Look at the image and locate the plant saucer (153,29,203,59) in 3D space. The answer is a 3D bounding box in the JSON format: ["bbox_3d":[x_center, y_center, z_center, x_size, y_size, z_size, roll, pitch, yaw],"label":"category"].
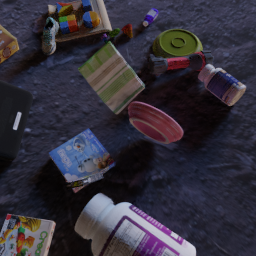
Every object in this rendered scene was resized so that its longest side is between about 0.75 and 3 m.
[{"bbox_3d":[2.159,-3.588,12.079,2.181,0.339,2.181,0,59,0],"label":"plant saucer"}]

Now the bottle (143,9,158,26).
[{"bbox_3d":[1.026,-5.123,13.005,0.431,0.337,1.031,24,62,15],"label":"bottle"}]

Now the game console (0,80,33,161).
[{"bbox_3d":[-5.092,-0.209,9.950,2.538,1.680,2.886,21,55,-28],"label":"game console"}]

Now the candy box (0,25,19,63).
[{"bbox_3d":[-6.128,-3.085,11.269,1.706,0.826,2.924,41,67,4],"label":"candy box"}]

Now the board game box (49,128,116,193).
[{"bbox_3d":[-1.516,1.028,9.261,1.596,0.348,1.603,-34,64,-18],"label":"board game box"}]

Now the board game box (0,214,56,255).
[{"bbox_3d":[-2.985,3.598,7.675,1.399,0.383,2.216,7,59,3],"label":"board game box"}]

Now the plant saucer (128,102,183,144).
[{"bbox_3d":[0.787,-0.085,8.949,1.961,1.961,0.497,29,76,16],"label":"plant saucer"}]

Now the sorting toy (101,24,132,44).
[{"bbox_3d":[-0.410,-4.050,12.361,1.566,0.543,0.539,-26,86,-17],"label":"sorting toy"}]

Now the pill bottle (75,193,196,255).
[{"bbox_3d":[0.112,3.008,7.317,2.930,1.645,1.645,30,63,17],"label":"pill bottle"}]

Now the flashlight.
[{"bbox_3d":[2.077,-2.530,11.001,2.484,0.841,0.844,-10,67,-15],"label":"flashlight"}]

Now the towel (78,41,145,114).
[{"bbox_3d":[-0.425,-1.432,8.158,1.310,1.756,0.269,-46,24,-12],"label":"towel"}]

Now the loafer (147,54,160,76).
[{"bbox_3d":[1.058,-2.531,11.493,0.371,0.325,1.032,-3,65,-34],"label":"loafer"}]

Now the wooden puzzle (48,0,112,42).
[{"bbox_3d":[-2.274,-5.186,12.876,2.681,0.621,2.484,-11,59,-7],"label":"wooden puzzle"}]

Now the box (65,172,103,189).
[{"bbox_3d":[-1.129,1.371,7.287,0.632,0.788,0.175,-20,85,34],"label":"box"}]

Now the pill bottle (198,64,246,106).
[{"bbox_3d":[3.495,-1.666,10.564,0.916,0.916,1.651,-36,66,-20],"label":"pill bottle"}]

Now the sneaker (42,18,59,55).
[{"bbox_3d":[-3.406,-3.904,11.869,0.623,0.693,1.605,5,81,6],"label":"sneaker"}]
